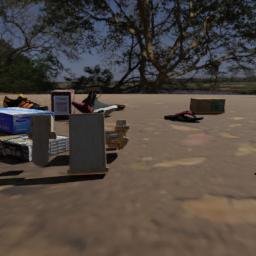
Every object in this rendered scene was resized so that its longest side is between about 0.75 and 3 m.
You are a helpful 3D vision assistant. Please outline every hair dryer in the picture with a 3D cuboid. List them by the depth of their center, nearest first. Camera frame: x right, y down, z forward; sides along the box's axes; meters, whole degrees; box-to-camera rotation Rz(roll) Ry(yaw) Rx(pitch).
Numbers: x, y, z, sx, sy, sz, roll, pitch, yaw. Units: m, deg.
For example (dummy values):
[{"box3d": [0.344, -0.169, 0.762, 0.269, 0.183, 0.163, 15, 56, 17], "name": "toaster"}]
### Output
[{"box3d": [-1.661, -1.038, 11.602, 1.461, 1.113, 0.397, -6, 21, 18], "name": "hair dryer"}]

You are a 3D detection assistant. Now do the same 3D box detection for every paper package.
[{"box3d": [4.235, -1.210, 14.994, 1.521, 0.787, 1.450, 0, 9, -3], "name": "paper package"}]

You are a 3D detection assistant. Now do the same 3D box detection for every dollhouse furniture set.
[{"box3d": [-0.880, 0.487, 5.391, 1.704, 0.976, 1.999, -1, -16, -9], "name": "dollhouse furniture set"}]

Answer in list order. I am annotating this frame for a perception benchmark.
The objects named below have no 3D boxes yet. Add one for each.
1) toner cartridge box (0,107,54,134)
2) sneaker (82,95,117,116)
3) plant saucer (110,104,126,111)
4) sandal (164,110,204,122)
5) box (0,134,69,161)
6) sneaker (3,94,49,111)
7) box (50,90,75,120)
[{"box3d": [-3.816, -0.320, 9.610, 1.358, 0.617, 2.860, -8, 12, -42], "name": "toner cartridge box"}, {"box3d": [-1.309, -1.084, 12.963, 0.728, 1.021, 2.058, -42, -14, 30], "name": "sneaker"}, {"box3d": [-0.954, -1.239, 16.866, 1.712, 0.295, 1.712, 1, 9, 0], "name": "plant saucer"}, {"box3d": [2.263, -0.531, 11.681, 0.707, 0.424, 1.882, -7, 11, -40], "name": "sandal"}, {"box3d": [-1.961, 0.369, 6.044, 0.994, 0.314, 1.261, 6, 10, 32], "name": "box"}, {"box3d": [-5.248, -1.234, 14.367, 2.247, 1.011, 0.786, -1, 9, -10], "name": "sneaker"}, {"box3d": [-2.964, -1.137, 12.951, 0.932, 1.246, 2.488, -1, 8, -6], "name": "box"}]
